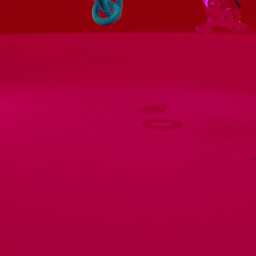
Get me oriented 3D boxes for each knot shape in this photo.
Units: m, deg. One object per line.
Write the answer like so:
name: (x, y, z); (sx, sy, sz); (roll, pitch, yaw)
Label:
knot shape: (-0.796, -4.359, 10.161); (1.596, 1.494, 0.737); (6, -24, -34)

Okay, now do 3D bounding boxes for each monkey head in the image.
monkey head: (2.023, -2.539, 6.338); (1.365, 0.982, 0.823); (45, 40, 1)
